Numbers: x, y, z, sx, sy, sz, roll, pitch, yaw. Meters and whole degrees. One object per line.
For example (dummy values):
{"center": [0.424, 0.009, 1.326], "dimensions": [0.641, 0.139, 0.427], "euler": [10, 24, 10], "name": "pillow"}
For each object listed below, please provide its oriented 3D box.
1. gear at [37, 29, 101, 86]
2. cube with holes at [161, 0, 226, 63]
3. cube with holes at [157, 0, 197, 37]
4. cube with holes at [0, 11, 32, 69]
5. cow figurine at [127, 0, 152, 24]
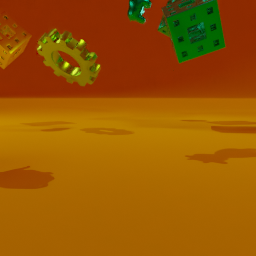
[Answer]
{"center": [-1.445, -1.677, 6.859], "dimensions": [1.565, 0.290, 1.565], "euler": [21, -26, 11], "name": "gear"}
{"center": [1.630, -2.572, 7.112], "dimensions": [1.174, 1.174, 1.174], "euler": [-17, 32, 11], "name": "cube with holes"}
{"center": [1.772, -3.466, 8.854], "dimensions": [1.060, 1.060, 1.060], "euler": [20, -3, -20], "name": "cube with holes"}
{"center": [-3.852, -2.706, 8.713], "dimensions": [1.018, 1.018, 1.018], "euler": [-27, 26, 52], "name": "cube with holes"}
{"center": [0.184, -4.289, 9.548], "dimensions": [1.218, 1.238, 0.679], "euler": [21, 13, -3], "name": "cow figurine"}
